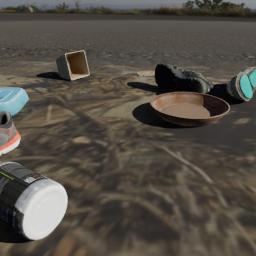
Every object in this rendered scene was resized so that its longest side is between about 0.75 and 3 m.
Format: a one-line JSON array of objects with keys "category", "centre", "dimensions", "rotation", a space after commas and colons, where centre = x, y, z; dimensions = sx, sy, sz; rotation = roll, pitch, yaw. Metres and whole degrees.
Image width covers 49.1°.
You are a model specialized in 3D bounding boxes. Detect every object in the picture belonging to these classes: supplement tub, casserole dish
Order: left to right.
[{"category": "casserole dish", "centre": [-3.732, -0.823, 8.359], "dimensions": [1.194, 0.383, 1.972], "rotation": [-1, 26, -2]}, {"category": "supplement tub", "centre": [-1.573, 0.953, 3.973], "dimensions": [1.298, 0.795, 0.795], "rotation": [17, 29, 31]}]

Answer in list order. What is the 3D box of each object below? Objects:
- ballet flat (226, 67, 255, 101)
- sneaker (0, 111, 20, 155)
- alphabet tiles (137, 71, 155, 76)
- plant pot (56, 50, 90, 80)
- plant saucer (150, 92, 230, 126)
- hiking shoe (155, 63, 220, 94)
[{"category": "ballet flat", "centre": [3.754, -1.388, 9.293], "dimensions": [0.845, 0.894, 2.653], "rotation": [-16, 9, 41]}, {"category": "sneaker", "centre": [-2.944, 0.286, 5.289], "dimensions": [0.850, 0.903, 2.206], "rotation": [5, 25, 11]}, {"category": "alphabet tiles", "centre": [0.847, -2.361, 12.107], "dimensions": [0.905, 0.029, 0.753], "rotation": [-7, 26, -16]}, {"category": "plant pot", "centre": [-2.336, -2.527, 11.441], "dimensions": [0.911, 1.029, 1.027], "rotation": [2, 21, 40]}, {"category": "plant saucer", "centre": [1.657, -0.508, 7.656], "dimensions": [2.097, 0.384, 2.097], "rotation": [-1, 25, 0]}, {"category": "hiking shoe", "centre": [1.923, -1.608, 9.690], "dimensions": [1.203, 0.905, 2.390], "rotation": [-6, 32, -37]}]
